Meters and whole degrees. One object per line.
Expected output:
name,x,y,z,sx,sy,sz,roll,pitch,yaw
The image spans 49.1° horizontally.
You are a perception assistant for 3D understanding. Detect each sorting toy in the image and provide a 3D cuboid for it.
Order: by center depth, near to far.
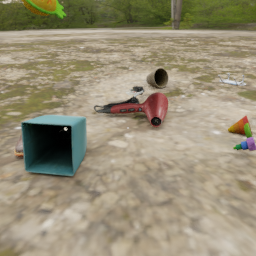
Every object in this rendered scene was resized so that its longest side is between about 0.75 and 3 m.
sorting toy,2.855,0.188,7.133,0.588,0.592,1.709,-16,14,23

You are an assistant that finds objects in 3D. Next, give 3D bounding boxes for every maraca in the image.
maraca,-2.638,-3.949,8.747,0.856,1.097,1.600,-34,-27,33

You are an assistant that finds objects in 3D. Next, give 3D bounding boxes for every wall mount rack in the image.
wall mount rack,4.604,-2.177,12.524,1.227,0.458,1.066,19,30,40

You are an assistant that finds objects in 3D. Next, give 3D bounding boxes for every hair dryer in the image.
hair dryer,0.306,-0.550,8.805,2.026,0.723,2.660,-31,29,-22

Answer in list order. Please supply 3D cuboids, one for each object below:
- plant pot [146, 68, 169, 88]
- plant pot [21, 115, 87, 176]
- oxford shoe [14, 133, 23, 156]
plant pot,1.212,-2.150,12.167,0.848,0.848,0.736,-16,12,-33
plant pot,-1.480,0.231,6.259,1.065,1.064,1.506,4,16,8
oxford shoe,-2.496,0.248,6.830,0.471,0.482,1.322,-3,23,-7
